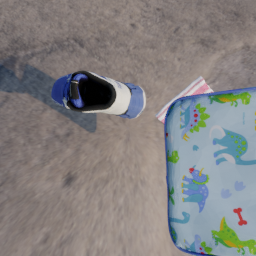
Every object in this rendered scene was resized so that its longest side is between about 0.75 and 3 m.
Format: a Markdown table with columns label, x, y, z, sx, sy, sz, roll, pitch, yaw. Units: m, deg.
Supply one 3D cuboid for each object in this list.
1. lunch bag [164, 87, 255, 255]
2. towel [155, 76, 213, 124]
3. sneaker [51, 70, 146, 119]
| label | x | y | z | sx | sy | sz | roll | pitch | yaw |
| --- | --- | --- | --- | --- | --- | --- | --- | --- | --- |
| lunch bag | 0.603 | 0.257 | 1.579 | 0.743 | 0.381 | 0.924 | -6 | 81 | 29 |
| towel | 1.307 | -0.053 | 4.877 | 1.040 | 0.213 | 1.421 | -42 | 103 | 5 |
| sneaker | -0.810 | -0.711 | 5.133 | 2.061 | 1.190 | 0.833 | 13 | 93 | 34 |
